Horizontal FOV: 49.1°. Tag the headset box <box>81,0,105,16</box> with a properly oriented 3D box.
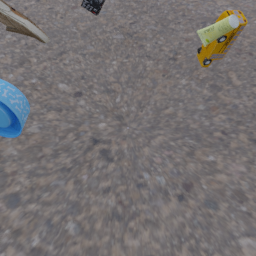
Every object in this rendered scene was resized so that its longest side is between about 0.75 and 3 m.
[{"bbox_3d":[-1.225,-4.787,10.381,0.693,0.931,0.359,30,31,-6],"label":"headset box"}]

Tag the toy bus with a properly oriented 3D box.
[{"bbox_3d":[2.238,-2.136,6.874,0.574,1.466,0.477,-8,63,-17],"label":"toy bus"}]

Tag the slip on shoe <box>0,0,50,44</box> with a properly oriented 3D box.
[{"bbox_3d":[-2.780,-2.576,6.834,0.537,1.773,0.674,-51,34,10],"label":"slip on shoe"}]

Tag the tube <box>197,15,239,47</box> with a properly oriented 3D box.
[{"bbox_3d":[1.716,-1.885,5.453,0.249,0.959,0.278,9,85,-23],"label":"tube"}]

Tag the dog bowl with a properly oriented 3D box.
[{"bbox_3d":[-2.762,-0.572,5.138,2.048,1.141,0.508,23,51,-1],"label":"dog bowl"}]
